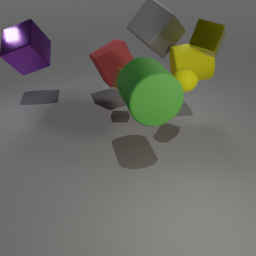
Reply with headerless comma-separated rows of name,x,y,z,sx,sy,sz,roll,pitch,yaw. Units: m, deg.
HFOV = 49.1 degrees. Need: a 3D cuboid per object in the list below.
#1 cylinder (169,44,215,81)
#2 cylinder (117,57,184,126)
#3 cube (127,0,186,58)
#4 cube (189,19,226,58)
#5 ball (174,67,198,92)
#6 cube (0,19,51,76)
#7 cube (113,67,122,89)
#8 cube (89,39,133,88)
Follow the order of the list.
cylinder,2.379,-2.461,10.572,1.400,1.400,1.400,-8,32,1
cylinder,0.537,-0.973,7.290,1.400,1.400,1.400,-7,32,-12
cube,1.102,-3.827,10.810,1.400,1.400,1.400,47,16,27
cube,2.103,-2.354,7.403,0.700,0.700,0.700,23,9,18
ball,1.670,-1.401,8.124,0.700,0.700,0.700,0,31,0
cube,-4.123,-3.246,11.401,1.400,1.400,1.400,-15,62,16
cube,-0.111,-1.783,10.354,0.700,0.700,0.700,12,18,-14
cube,-0.617,-2.773,11.906,1.400,1.400,1.400,-32,27,-4
